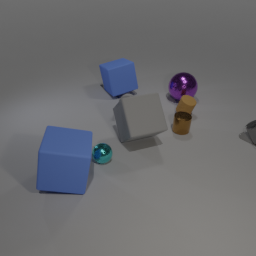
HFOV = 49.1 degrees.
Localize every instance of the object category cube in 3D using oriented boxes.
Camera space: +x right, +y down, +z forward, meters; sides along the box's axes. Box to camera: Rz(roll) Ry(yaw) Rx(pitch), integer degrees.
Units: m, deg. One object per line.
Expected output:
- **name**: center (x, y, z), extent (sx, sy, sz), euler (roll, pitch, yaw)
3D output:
- **cube**: center (-0.477, -2.604, 14.216), extent (1.400, 1.400, 1.400), euler (-20, 28, -16)
- **cube**: center (-1.863, 0.936, 8.360), extent (1.400, 1.400, 1.400), euler (8, 29, -10)
- **cube**: center (0.400, -0.344, 10.175), extent (1.400, 1.400, 1.400), euler (-12, -7, -17)

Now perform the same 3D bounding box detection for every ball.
- **ball**: center (2.657, -1.985, 13.546), extent (1.400, 1.400, 1.400), euler (0, 31, 0)
- **ball**: center (-0.872, 0.851, 9.468), extent (0.700, 0.700, 0.700), euler (0, 31, 0)

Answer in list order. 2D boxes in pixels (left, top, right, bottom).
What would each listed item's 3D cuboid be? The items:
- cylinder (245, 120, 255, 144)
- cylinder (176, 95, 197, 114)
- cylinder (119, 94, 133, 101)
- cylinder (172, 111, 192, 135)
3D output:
- **cylinder**: center (4.838, 0.138, 10.395), extent (0.700, 0.700, 0.700), euler (-28, 12, 7)
- **cylinder**: center (2.551, -0.969, 12.319), extent (0.700, 0.700, 0.700), euler (11, 44, -11)
- **cylinder**: center (-0.023, -1.117, 12.179), extent (0.700, 0.700, 0.700), euler (3, 12, 6)
- **cylinder**: center (2.150, -0.196, 11.165), extent (0.700, 0.700, 0.700), euler (2, 35, -1)
